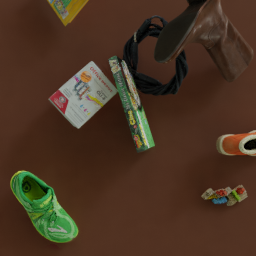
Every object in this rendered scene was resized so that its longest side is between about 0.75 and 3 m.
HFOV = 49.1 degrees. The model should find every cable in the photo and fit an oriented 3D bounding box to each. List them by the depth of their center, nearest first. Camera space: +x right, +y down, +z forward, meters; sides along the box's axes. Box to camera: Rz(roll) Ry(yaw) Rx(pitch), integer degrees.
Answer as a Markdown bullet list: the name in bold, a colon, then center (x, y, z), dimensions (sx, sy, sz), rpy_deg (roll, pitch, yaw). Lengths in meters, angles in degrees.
- **cable**: center (0.681, -1.803, 7.635), dimensions (1.794, 0.559, 2.199), rpy_deg (-33, 76, 27)

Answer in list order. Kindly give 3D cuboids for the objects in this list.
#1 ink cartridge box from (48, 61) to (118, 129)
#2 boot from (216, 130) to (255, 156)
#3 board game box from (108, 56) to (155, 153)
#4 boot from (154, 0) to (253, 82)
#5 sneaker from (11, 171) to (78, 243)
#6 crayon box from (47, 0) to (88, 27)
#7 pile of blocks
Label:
- **ink cartridge box**: center (-1.187, -0.861, 7.383), dimensions (1.444, 1.044, 1.049), rpy_deg (-45, 104, -10)
- **boot**: center (3.313, 0.410, 7.155), dimensions (1.821, 0.976, 0.683), rpy_deg (-6, 88, -19)
- **board game box**: center (0.132, -0.585, 7.197), dimensions (0.278, 1.241, 2.369), rpy_deg (-18, 86, 13)
- **boot**: center (2.098, -1.862, 7.109), dimensions (2.744, 0.881, 2.558), rpy_deg (42, 77, -37)
- **sneaker**: center (-2.050, 1.935, 6.776), dimensions (2.158, 0.902, 0.799), rpy_deg (49, 59, -3)
- **crayon box**: center (-1.772, -3.976, 8.020), dimensions (1.218, 0.500, 1.937), rpy_deg (-40, 76, 24)
- **pile of blocks**: center (2.533, 1.757, 7.241), dimensions (1.189, 0.369, 0.488), rpy_deg (-7, 70, -1)
